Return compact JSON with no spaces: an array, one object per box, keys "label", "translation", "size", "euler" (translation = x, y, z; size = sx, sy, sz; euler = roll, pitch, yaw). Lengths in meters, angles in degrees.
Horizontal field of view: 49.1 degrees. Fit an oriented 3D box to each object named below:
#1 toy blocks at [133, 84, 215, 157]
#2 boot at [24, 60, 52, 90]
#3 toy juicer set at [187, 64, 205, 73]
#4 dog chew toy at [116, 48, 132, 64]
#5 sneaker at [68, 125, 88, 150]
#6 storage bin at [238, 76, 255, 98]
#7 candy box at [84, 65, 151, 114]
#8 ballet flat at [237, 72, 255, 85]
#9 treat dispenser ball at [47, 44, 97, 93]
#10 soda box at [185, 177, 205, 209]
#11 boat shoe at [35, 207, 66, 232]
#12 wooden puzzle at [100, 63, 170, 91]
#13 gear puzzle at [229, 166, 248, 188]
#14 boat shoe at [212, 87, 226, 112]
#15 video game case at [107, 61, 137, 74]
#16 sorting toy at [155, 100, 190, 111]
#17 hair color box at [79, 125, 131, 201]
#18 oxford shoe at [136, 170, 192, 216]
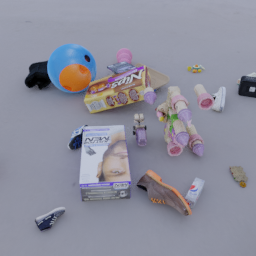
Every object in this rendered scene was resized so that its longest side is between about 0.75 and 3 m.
[{"label":"toy blocks","translation":[1.542,0.014,9.509],"size":[2.533,2.367,2.132],"euler":[-2,40,-4]},{"label":"boot","translation":[-3.958,-2.870,14.469],"size":[2.569,0.981,2.159],"euler":[-13,34,-6]},{"label":"toy juicer set","translation":[3.958,-3.407,15.817],"size":[1.107,0.301,0.704],"euler":[-21,41,-27]},{"label":"dog chew toy","translation":[-0.208,-3.916,16.067],"size":[0.941,0.941,1.512],"euler":[0,43,0]},{"label":"sneaker","translation":[-1.930,0.386,10.628],"size":[0.497,0.489,1.291],"euler":[-8,30,30]},{"label":"storage bin","translation":[5.975,-1.956,13.404],"size":[1.216,0.822,0.570],"euler":[10,38,14]},{"label":"candy box","translation":[-0.420,-1.675,12.270],"size":[2.779,0.785,1.621],"euler":[-14,38,17]},{"label":"ballet flat","translation":[6.637,-2.528,14.333],"size":[2.039,0.652,0.771],"euler":[0,36,1]},{"label":"treat dispenser ball","translation":[-2.652,-2.832,13.380],"size":[2.303,2.303,2.303],"euler":[0,36,0]},{"label":"soda box","translation":[2.021,1.958,8.499],"size":[0.306,0.329,0.965],"euler":[20,42,24]},{"label":"boat shoe","translation":[-2.101,2.551,7.765],"size":[0.870,0.325,0.403],"euler":[-23,49,-18]},{"label":"wooden puzzle","translation":[0.301,-2.219,14.000],"size":[2.720,0.630,2.519],"euler":[-30,45,-28]},{"label":"gear puzzle","translation":[3.667,1.606,9.190],"size":[0.465,0.118,0.898],"euler":[-1,39,-4]},{"label":"boat shoe","translation":[4.105,-1.374,12.848],"size":[0.604,0.613,1.730],"euler":[12,45,12]},{"label":"video game case","translation":[-0.178,-3.057,14.588],"size":[1.167,0.155,1.633],"euler":[-23,41,-28]},{"label":"sorting toy","translation":[2.046,-0.918,12.401],"size":[0.966,0.339,2.004],"euler":[24,42,29]},{"label":"hair color box","translation":[-0.760,1.044,9.291],"size":[1.521,0.902,2.783],"euler":[-3,38,-5]},{"label":"oxford shoe","translation":[1.032,2.035,8.257],"size":[0.709,0.694,1.946],"euler":[-38,42,-17]}]
